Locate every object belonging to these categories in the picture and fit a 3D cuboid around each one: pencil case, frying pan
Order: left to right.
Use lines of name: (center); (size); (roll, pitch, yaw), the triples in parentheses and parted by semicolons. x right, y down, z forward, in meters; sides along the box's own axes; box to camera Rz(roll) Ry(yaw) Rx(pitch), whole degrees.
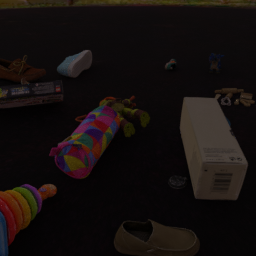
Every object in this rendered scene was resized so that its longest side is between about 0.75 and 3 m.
pencil case: (-1.059, 0.283, 7.832); (1.138, 1.138, 2.574); (8, 27, 14)
frying pan: (1.383, 1.331, 7.001); (0.757, 0.123, 0.458); (-3, 30, 1)

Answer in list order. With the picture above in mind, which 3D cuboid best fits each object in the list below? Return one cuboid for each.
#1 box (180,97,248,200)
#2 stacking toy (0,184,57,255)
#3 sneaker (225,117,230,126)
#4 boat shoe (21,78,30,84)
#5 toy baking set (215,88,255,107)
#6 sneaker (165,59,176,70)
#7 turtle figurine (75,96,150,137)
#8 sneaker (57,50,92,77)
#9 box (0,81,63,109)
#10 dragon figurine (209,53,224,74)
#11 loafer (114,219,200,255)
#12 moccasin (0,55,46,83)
box: (2.074, 0.384, 7.346); (1.018, 1.223, 2.976); (2, 35, 2)
stacking toy: (-2.203, 1.608, 5.807); (1.140, 1.078, 1.965); (13, 20, 28)
sneaker: (2.834, -0.412, 9.204); (0.443, 0.467, 1.157); (-22, 76, -37)
boat shoe: (-4.314, -1.774, 12.006); (0.350, 0.369, 0.975); (-22, 65, -3)
toy baking set: (4.267, -1.296, 11.577); (1.976, 0.230, 1.516); (0, 29, 1)
sneaker: (2.447, -3.416, 15.258); (0.478, 0.427, 1.196); (21, 38, 21)
turtle figurine: (-0.286, -0.609, 9.689); (2.678, 0.862, 2.159); (-23, 36, -35)
sneaker: (-2.796, -3.510, 14.753); (1.128, 1.017, 2.752); (12, 31, 12)
box: (-3.804, -1.205, 10.390); (2.725, 0.473, 1.500); (-9, -5, -15)
dragon figurine: (4.683, -3.575, 14.773); (0.656, 1.108, 2.228); (13, 31, 21)
loafer: (0.540, 2.065, 5.213); (1.616, 0.545, 0.614); (0, 29, 0)
moccasin: (-5.268, -2.862, 13.448); (2.959, 1.142, 1.082); (15, 32, 24)
